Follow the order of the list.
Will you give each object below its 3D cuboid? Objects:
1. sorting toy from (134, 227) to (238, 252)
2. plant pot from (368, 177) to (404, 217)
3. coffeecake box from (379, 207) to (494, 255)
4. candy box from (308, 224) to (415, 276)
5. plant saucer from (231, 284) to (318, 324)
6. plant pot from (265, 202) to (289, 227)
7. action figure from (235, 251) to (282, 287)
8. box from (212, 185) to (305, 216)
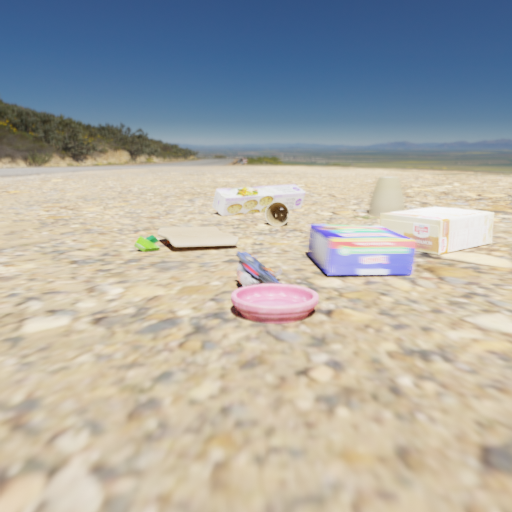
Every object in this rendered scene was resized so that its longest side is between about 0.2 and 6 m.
[{"bbox_3d":[-1.427,-0.311,10.680,1.882,0.277,1.391,-3,12,-20],"label":"sorting toy"},{"bbox_3d":[3.591,-1.629,15.278,0.976,1.042,0.976,1,11,0],"label":"plant pot"},{"bbox_3d":[3.453,-0.523,10.747,1.771,0.647,1.359,-9,14,-37],"label":"coffeecake box"},{"bbox_3d":[1.603,-0.117,8.868,1.294,0.590,1.531,1,13,-6],"label":"candy box"},{"bbox_3d":[0.211,0.554,6.423,1.000,0.254,1.000,1,11,0],"label":"plant saucer"},{"bbox_3d":[0.561,-0.988,13.497,0.594,0.594,0.544,3,0,14],"label":"plant pot"},{"bbox_3d":[0.042,0.292,7.609,0.809,0.423,0.782,43,27,15],"label":"action figure"},{"bbox_3d":[0.121,-1.607,15.944,2.900,0.601,0.561,-8,37,-37],"label":"box"}]
